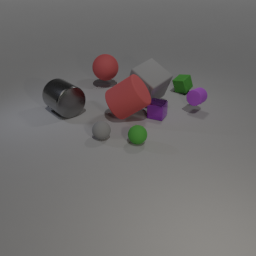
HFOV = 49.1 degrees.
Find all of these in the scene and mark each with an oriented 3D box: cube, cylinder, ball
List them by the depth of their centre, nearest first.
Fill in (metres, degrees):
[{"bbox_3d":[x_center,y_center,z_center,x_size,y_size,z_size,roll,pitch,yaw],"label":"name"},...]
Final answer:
[{"bbox_3d":[0.346,0.241,10.102,0.700,0.700,0.700,0,29,0],"label":"ball"},{"bbox_3d":[-0.992,0.080,10.426,0.700,0.700,0.700,0,29,0],"label":"ball"},{"bbox_3d":[0.011,-1.269,11.561,1.400,1.400,1.400,-28,19,24],"label":"cylinder"},{"bbox_3d":[1.264,-0.807,12.042,0.700,0.700,0.700,12,32,23],"label":"cube"},{"bbox_3d":[-2.800,-1.314,12.240,1.400,1.400,1.400,-22,36,-34],"label":"cylinder"},{"bbox_3d":[3.024,-1.378,12.278,0.700,0.700,0.700,19,27,32],"label":"cylinder"},{"bbox_3d":[0.956,-2.089,12.979,1.400,1.400,1.400,-35,70,-31],"label":"cube"},{"bbox_3d":[2.834,-2.306,14.508,0.700,0.700,0.700,13,44,44],"label":"cube"},{"bbox_3d":[-1.211,-3.261,15.078,1.400,1.400,1.400,0,29,0],"label":"ball"}]
